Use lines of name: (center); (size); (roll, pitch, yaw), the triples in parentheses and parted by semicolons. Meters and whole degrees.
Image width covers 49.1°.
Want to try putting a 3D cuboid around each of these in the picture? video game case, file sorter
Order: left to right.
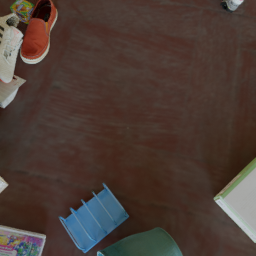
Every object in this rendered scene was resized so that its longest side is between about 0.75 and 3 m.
video game case: (-3.479, 3.406, 6.470); (2.514, 0.298, 2.289); (15, 66, -6)
file sorter: (-0.843, 2.170, 6.891); (1.403, 0.860, 0.973); (-36, 66, -13)

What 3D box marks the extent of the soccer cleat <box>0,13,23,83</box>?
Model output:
soccer cleat: (-3.809, -2.577, 8.779); (1.109, 0.893, 2.604); (-23, 60, 11)

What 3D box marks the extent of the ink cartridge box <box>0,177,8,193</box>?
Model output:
ink cartridge box: (-3.871, 1.610, 7.394); (0.765, 0.432, 1.044); (39, 73, 15)

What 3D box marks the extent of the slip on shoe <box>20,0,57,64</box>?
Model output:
slip on shoe: (-2.971, -3.235, 9.231); (0.920, 0.760, 2.484); (11, 70, 3)

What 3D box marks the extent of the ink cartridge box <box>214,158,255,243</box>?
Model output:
ink cartridge box: (3.963, 2.160, 7.025); (2.087, 0.688, 2.868); (-38, 72, -14)

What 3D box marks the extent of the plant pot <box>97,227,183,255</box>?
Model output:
plant pot: (0.357, 3.080, 6.263); (1.512, 1.609, 1.609); (-25, 69, -26)

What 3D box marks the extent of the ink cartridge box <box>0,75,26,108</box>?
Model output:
ink cartridge box: (-3.886, -1.233, 8.733); (0.919, 0.271, 1.147); (25, 53, 10)

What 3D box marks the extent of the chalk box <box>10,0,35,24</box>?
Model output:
chalk box: (-3.654, -4.060, 9.689); (0.860, 0.533, 0.537); (26, 69, 10)

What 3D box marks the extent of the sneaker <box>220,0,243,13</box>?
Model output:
sneaker: (3.506, -4.567, 9.903); (0.546, 0.647, 1.479); (11, 43, -22)
